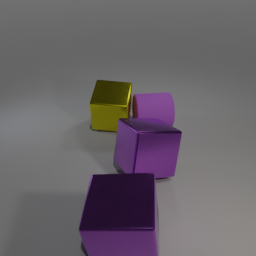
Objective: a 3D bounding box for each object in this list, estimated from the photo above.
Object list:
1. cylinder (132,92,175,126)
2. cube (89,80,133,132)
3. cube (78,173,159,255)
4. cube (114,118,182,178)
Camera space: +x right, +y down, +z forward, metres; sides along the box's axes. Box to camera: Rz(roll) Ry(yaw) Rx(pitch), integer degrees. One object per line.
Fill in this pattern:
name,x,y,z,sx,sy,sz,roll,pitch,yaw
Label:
cylinder,0.948,-0.649,10.851,1.400,1.400,1.400,-4,29,-7
cube,-0.610,-0.839,10.756,1.400,1.400,1.400,6,48,4
cube,-0.089,1.930,5.896,1.400,1.400,1.400,-3,37,7
cube,0.532,0.559,8.228,1.400,1.400,1.400,0,17,-25
